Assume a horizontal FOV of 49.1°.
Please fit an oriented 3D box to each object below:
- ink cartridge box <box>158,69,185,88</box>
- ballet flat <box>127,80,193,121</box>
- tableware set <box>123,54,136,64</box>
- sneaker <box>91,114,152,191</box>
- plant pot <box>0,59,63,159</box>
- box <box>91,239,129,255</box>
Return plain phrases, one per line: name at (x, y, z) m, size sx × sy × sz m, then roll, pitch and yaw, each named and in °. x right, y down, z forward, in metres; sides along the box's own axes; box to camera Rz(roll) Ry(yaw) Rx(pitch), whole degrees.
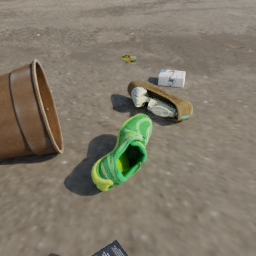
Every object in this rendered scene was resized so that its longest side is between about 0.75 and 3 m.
ink cartridge box at (1.702, -1.928, 10.868) m, size 0.966 × 0.415 × 0.707 m, roll 7°, pitch 35°, yaw 12°
ballet flat at (0.794, -0.841, 8.942) m, size 2.574 × 0.873 × 0.931 m, roll 30°, pitch 39°, yaw 28°
tableware set at (0.065, -3.223, 12.965) m, size 0.644 × 0.147 × 0.956 m, roll -1°, pitch 35°, yaw -1°
sneaker at (0.121, 0.531, 6.609) m, size 1.013 × 0.898 × 2.424 m, roll -14°, pitch 29°, yaw 39°
plant pot at (-3.093, -0.230, 6.951) m, size 2.400 × 2.424 × 2.424 m, roll -15°, pitch 37°, yaw -6°
box at (-0.430, 2.412, 4.023) m, size 1.083 × 1.092 × 0.673 m, roll -22°, pitch 40°, yaw -27°
